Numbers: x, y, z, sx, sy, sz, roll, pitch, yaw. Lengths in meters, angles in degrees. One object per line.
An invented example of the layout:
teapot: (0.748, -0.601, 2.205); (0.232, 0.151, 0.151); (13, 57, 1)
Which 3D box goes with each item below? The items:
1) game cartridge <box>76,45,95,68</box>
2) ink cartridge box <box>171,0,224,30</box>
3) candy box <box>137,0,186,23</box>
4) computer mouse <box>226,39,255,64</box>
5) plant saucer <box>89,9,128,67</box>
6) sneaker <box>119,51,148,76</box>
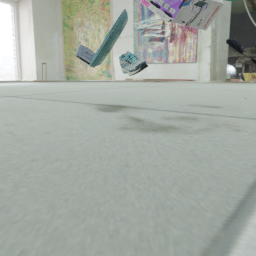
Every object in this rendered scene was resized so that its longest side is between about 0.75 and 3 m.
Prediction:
game cartridge: (-1.715, -3.055, 11.818); (0.978, 0.652, 0.198); (29, -26, -33)
ink cartridge box: (1.745, -3.186, 7.386); (1.203, 0.881, 0.517); (6, 53, -20)
candy box: (0.623, -3.158, 5.699); (1.523, 1.277, 0.545); (32, 9, -9)
computer mouse: (2.728, -1.752, 6.478); (1.081, 0.184, 0.317); (43, 26, 15)
plant saucer: (-0.673, -3.269, 10.446); (0.337, 2.458, 2.458); (31, 5, -14)
sneaker: (0.068, -1.901, 8.136); (0.548, 0.609, 1.412); (-33, 23, -16)
